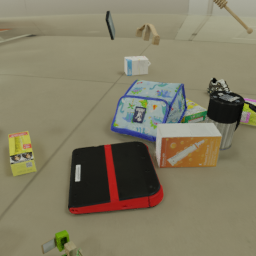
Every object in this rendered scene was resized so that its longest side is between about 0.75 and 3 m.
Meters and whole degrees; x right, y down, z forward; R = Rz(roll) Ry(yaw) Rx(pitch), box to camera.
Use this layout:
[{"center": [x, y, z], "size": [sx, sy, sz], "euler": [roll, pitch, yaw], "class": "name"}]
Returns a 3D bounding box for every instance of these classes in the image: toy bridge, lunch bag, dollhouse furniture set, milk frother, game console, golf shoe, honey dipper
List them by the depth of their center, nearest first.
[{"center": [-1.150, 2.758, 5.323], "size": [0.666, 0.869, 1.327], "euler": [-19, 33, -34], "class": "dollhouse furniture set"}, {"center": [-0.435, 1.369, 8.465], "size": [2.582, 0.453, 2.919], "euler": [-8, 29, -5], "class": "game console"}, {"center": [0.595, -2.950, 8.620], "size": [0.204, 0.503, 1.497], "euler": [1, 27, -22], "class": "toy bridge"}, {"center": [3.605, -3.848, 9.572], "size": [1.724, 0.327, 0.327], "euler": [49, 43, 5], "class": "honey dipper"}, {"center": [3.698, -0.123, 9.644], "size": [1.760, 1.835, 1.951], "euler": [-9, 33, -19], "class": "milk frother"}, {"center": [0.813, -0.621, 10.839], "size": [2.192, 1.643, 2.578], "euler": [11, 51, 31], "class": "lunch bag"}, {"center": [4.724, -1.924, 13.986], "size": [0.738, 0.897, 1.899], "euler": [-16, 34, -29], "class": "golf shoe"}]

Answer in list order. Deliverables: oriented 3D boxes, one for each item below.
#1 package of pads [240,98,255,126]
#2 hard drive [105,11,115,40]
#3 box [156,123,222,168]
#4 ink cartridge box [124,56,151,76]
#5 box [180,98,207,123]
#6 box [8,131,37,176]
[{"center": [5.290, -0.676, 11.893], "size": [1.943, 0.663, 1.501], "euler": [13, 31, 23], "class": "package of pads"}, {"center": [-0.576, -3.389, 9.270], "size": [0.125, 0.763, 0.532], "euler": [-5, 52, 10], "class": "hard drive"}, {"center": [1.902, 0.550, 9.085], "size": [1.879, 1.168, 0.916], "euler": [-1, 28, -2], "class": "box"}, {"center": [0.606, -3.917, 17.573], "size": [1.530, 0.958, 0.983], "euler": [-5, 29, -9], "class": "ink cartridge box"}, {"center": [2.294, -0.865, 12.415], "size": [1.283, 0.529, 2.187], "euler": [-15, 34, -23], "class": "box"}, {"center": [-3.547, 0.799, 9.339], "size": [0.737, 0.491, 1.958], "euler": [-11, 30, -19], "class": "box"}]
